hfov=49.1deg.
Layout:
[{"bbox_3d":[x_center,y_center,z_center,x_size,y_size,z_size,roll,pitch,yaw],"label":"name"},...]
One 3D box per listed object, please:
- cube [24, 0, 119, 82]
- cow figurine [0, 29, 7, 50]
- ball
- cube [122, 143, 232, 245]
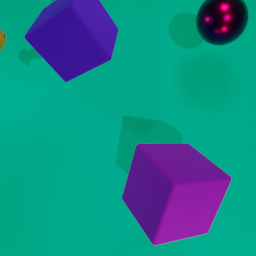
[{"bbox_3d":[-0.915,-1.646,4.859,1.040,1.040,1.040,-20,41,27],"label":"cube"},{"bbox_3d":[-2.252,-1.171,3.960,1.032,1.016,0.567,-21,96,-23],"label":"cow figurine"},{"bbox_3d":[2.090,-2.426,6.260,1.118,1.118,1.118,0,77,0],"label":"ball"},{"bbox_3d":[0.863,1.180,5.416,1.335,1.335,1.335,1,115,-30],"label":"cube"}]
